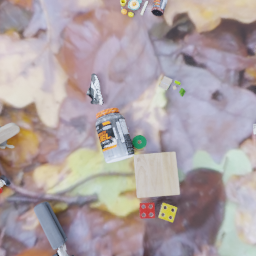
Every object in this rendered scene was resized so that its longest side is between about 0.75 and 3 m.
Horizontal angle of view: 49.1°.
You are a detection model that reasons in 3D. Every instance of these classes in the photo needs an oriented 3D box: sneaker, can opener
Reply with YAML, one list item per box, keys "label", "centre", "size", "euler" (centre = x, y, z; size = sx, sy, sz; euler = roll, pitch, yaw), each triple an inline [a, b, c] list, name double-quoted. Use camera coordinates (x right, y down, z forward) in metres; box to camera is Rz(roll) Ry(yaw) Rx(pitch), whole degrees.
- label: "sneaker"
  centre: [-1.191, -1.312, 9.545]
  size: [0.517, 0.380, 1.142]
  euler: [-11, 83, -11]
- label: "can opener"
  centre: [-2.280, 3.517, 8.642]
  size: [0.832, 0.659, 2.503]
  euler: [-26, 81, -3]

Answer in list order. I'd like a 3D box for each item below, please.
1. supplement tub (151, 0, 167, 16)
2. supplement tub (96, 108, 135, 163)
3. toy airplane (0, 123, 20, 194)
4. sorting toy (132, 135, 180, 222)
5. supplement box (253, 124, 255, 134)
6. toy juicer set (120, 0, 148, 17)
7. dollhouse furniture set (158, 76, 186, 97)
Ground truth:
- label: "supplement tub"
  centre: [1.154, -4.509, 10.039]
  size: [0.474, 0.474, 0.886]
  euler: [15, 81, 2]
- label: "supplement tub"
  centre: [-0.456, 0.235, 9.007]
  size: [0.994, 0.994, 1.621]
  euler: [-17, 80, -3]
- label: "toy airplane"
  centre: [-4.728, 0.831, 8.327]
  size: [1.780, 2.522, 2.511]
  euler: [17, 90, 43]
- label: "sorting toy"
  centre: [0.912, 1.595, 9.045]
  size: [1.348, 0.473, 2.795]
  euler: [-5, 80, -1]
- label: "supplement box"
  centre: [4.750, 0.013, 9.210]
  size: [1.000, 0.630, 0.368]
  euler: [-2, 88, -1]
- label: "toy juicer set"
  centre: [0.225, -4.340, 10.108]
  size: [1.018, 0.277, 0.647]
  euler: [1, 81, 0]
- label: "dollhouse furniture set"
  centre: [1.546, -1.423, 9.710]
  size: [0.892, 0.345, 0.446]
  euler: [29, 89, 24]
